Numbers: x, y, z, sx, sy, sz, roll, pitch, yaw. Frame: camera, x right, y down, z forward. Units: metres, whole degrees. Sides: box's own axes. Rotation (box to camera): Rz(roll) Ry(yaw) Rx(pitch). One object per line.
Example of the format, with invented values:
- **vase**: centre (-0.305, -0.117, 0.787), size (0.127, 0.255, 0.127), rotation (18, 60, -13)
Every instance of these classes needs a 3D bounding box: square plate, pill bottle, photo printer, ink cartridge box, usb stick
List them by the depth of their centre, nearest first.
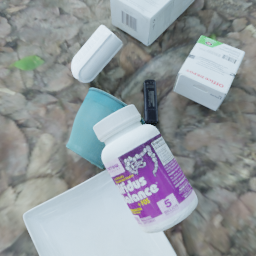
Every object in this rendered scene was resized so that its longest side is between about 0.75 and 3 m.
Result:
- **pill bottle**: centre (0.239, 0.658, 4.861), size (1.132, 1.132, 2.016), rotation (-30, 87, -13)
- **square plate**: centre (-0.569, 2.339, 5.902), size (2.458, 0.353, 2.482), rotation (-27, 76, -11)
- **ink cartridge box**: centre (2.128, -1.480, 7.377), size (1.279, 0.737, 1.753), rotation (27, 58, 12)
- **photo printer**: centre (-0.902, -1.920, 7.408), size (1.524, 0.529, 1.268), rotation (-47, 33, 10)
- **usb stick**: centre (0.604, -0.705, 7.514), size (0.373, 0.219, 1.346), rotation (1, 65, -2)

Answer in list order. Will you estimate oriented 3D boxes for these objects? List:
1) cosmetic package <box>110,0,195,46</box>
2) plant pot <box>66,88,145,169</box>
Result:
- **cosmetic package**: centre (0.895, -3.987, 8.501), size (1.542, 1.109, 2.733), rotation (38, 68, 17)
- **plant pot**: centre (-0.626, 0.103, 6.534), size (1.541, 1.541, 1.448), rotation (30, 81, 13)
